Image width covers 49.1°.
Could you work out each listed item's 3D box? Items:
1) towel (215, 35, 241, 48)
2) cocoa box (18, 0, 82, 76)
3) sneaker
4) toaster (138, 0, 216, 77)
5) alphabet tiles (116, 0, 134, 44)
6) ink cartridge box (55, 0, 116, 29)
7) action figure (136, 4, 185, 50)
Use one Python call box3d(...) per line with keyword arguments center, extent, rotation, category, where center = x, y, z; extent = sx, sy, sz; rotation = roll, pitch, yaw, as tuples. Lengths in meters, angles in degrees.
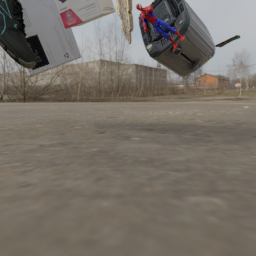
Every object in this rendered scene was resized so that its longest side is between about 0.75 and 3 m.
box3d(center=(2.573, -2.224, 7.208), extent=(0.585, 0.087, 0.798), rotation=(-22, 5, 30), category="towel")
box3d(center=(-2.987, -3.340, 9.221), extent=(1.844, 2.765, 1.814), rotation=(-24, 21, -14), category="cocoa box")
box3d(center=(-3.057, -2.776, 6.940), extent=(1.112, 2.806, 1.058), rotation=(-37, 3, -10), category="sneaker")
box3d(center=(1.559, -3.077, 9.096), extent=(1.919, 2.971, 1.688), rotation=(27, -52, -38), category="toaster")
box3d(center=(-0.108, -2.804, 6.372), extent=(0.117, 1.562, 1.597), rotation=(-11, 37, -7), category="alphabet tiles")
box3d(center=(-1.173, -3.394, 6.641), extent=(1.209, 1.671, 0.705), rotation=(-6, 21, 34), category="ink cartridge box")
box3d(center=(0.722, -2.554, 7.053), extent=(0.484, 1.485, 0.735), rotation=(-44, 9, 41), category="action figure")
